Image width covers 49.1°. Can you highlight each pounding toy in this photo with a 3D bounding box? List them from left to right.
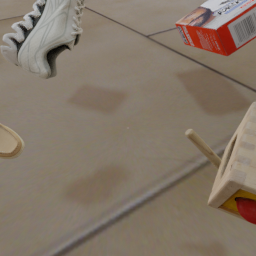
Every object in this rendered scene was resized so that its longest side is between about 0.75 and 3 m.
[{"bbox_3d":[1.208,0.579,2.782,1.561,1.777,0.813,20,69,15],"label":"pounding toy"}]

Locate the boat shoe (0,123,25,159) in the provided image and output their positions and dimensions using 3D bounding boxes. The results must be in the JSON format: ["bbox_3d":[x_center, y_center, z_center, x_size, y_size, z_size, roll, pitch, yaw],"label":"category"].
[{"bbox_3d":[-1.317,0.009,2.459,0.832,0.288,0.307,26,72,6],"label":"boat shoe"}]

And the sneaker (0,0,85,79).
[{"bbox_3d":[-0.827,-1.465,3.575,0.747,1.842,0.692,37,13,8],"label":"sneaker"}]

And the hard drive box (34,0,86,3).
[{"bbox_3d":[-1.196,-3.224,6.385,1.578,0.606,1.230,-24,23,40],"label":"hard drive box"}]

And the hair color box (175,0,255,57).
[{"bbox_3d":[2.424,-2.789,7.483,1.401,0.807,2.526,-34,25,2],"label":"hair color box"}]
